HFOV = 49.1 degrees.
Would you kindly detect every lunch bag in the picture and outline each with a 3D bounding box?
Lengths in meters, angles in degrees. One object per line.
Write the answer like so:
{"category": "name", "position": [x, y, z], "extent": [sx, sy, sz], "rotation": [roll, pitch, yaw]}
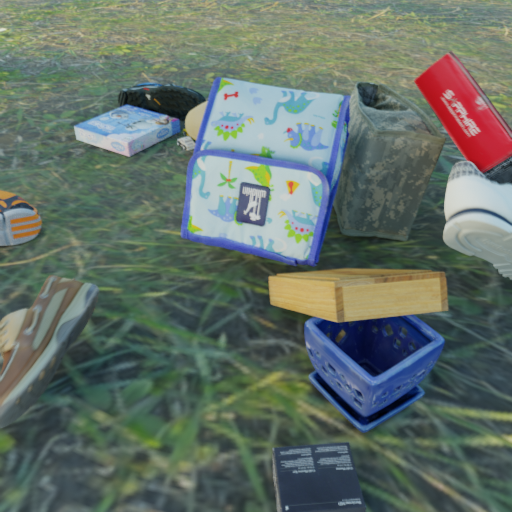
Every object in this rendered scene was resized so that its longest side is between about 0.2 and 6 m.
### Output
{"category": "lunch bag", "position": [0.178, -1.363, 9.433], "extent": [2.379, 1.783, 2.798], "rotation": [12, 79, 12]}
{"category": "lunch bag", "position": [2.333, -1.956, 11.081], "extent": [1.615, 2.253, 2.747], "rotation": [5, 35, -11]}

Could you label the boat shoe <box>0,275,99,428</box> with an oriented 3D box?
{"category": "boat shoe", "position": [-3.043, 1.188, 7.580], "extent": [0.892, 0.940, 2.484], "rotation": [26, 37, -5]}

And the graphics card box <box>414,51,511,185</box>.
{"category": "graphics card box", "position": [3.975, -2.087, 9.870], "extent": [3.164, 0.805, 1.985], "rotation": [6, 52, -58]}

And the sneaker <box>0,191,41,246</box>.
{"category": "sneaker", "position": [-5.411, -0.609, 10.609], "extent": [2.386, 0.926, 1.337], "rotation": [-10, 30, -31]}

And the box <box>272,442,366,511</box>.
{"category": "box", "position": [0.663, 2.578, 6.209], "extent": [0.908, 0.473, 0.827], "rotation": [-3, 33, -3]}

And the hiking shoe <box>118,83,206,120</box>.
{"category": "hiking shoe", "position": [-2.611, -4.613, 16.147], "extent": [2.681, 0.997, 1.162], "rotation": [10, 37, 14]}

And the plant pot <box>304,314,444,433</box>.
{"category": "plant pot", "position": [1.469, 1.400, 7.296], "extent": [1.312, 1.179, 1.311], "rotation": [-21, 39, -28]}

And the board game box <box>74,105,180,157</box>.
{"category": "board game box", "position": [-3.393, -3.362, 14.838], "extent": [1.958, 0.425, 1.948], "rotation": [21, 41, 27]}

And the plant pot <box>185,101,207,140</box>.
{"category": "plant pot", "position": [-0.957, -3.304, 14.032], "extent": [1.648, 1.543, 1.543], "rotation": [14, 35, 42]}

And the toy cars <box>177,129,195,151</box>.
{"category": "toy cars", "position": [-1.750, -3.132, 14.636], "extent": [0.579, 0.286, 1.292], "rotation": [3, 35, 6]}

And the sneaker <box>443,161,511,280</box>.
{"category": "sneaker", "position": [4.084, -0.443, 8.813], "extent": [2.970, 1.135, 1.196], "rotation": [25, 56, -33]}

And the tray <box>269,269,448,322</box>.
{"category": "tray", "position": [1.225, 0.471, 7.804], "extent": [1.412, 0.530, 2.862], "rotation": [-5, 1, -14]}
